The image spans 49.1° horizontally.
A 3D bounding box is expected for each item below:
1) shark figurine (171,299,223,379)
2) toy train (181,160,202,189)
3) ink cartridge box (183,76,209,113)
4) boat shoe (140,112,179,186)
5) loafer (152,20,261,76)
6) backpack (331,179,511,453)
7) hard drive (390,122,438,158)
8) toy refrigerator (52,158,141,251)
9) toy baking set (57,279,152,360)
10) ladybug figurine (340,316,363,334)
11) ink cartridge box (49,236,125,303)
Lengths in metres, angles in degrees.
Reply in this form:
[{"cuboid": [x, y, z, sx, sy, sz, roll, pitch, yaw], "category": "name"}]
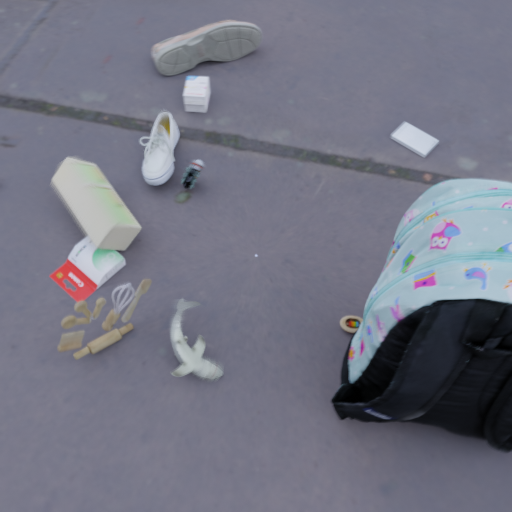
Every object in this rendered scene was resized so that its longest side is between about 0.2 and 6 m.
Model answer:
[{"cuboid": [-1.373, 1.638, 10.408, 0.972, 0.679, 1.627, -18, 83, -30], "category": "shark figurine"}, {"cuboid": [-1.422, -1.825, 12.505, 0.332, 0.779, 0.444, 30, 53, -5], "category": "toy train"}, {"cuboid": [-1.502, -4.034, 14.109, 0.545, 0.531, 0.848, 4, 58, 3], "category": "ink cartridge box"}, {"cuboid": [-2.200, -2.566, 12.786, 0.746, 0.861, 2.020, 3, 53, 10], "category": "boat shoe"}, {"cuboid": [-1.361, -5.718, 14.939, 2.955, 1.062, 0.929, -20, 53, -9], "category": "loafer"}, {"cuboid": [3.139, 1.046, 8.561, 3.699, 4.432, 2.806, 4, 56, 4], "category": "backpack"}, {"cuboid": [3.841, -2.818, 13.581, 0.956, 0.128, 0.631, 37, 65, 20], "category": "hard drive"}, {"cuboid": [-3.360, -1.120, 11.795, 0.739, 0.802, 2.113, -49, 63, 19], "category": "toy refrigerator"}, {"cuboid": [-2.717, 1.175, 10.258, 1.932, 1.483, 0.225, -26, 57, -30], "category": "toy baking set"}, {"cuboid": [1.889, 1.355, 10.892, 0.531, 0.191, 0.360, 9, 58, 6], "category": "ladybug figurine"}, {"cuboid": [-3.499, 0.227, 11.555, 1.017, 0.317, 1.264, 36, 63, 21], "category": "ink cartridge box"}]
